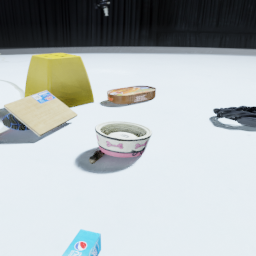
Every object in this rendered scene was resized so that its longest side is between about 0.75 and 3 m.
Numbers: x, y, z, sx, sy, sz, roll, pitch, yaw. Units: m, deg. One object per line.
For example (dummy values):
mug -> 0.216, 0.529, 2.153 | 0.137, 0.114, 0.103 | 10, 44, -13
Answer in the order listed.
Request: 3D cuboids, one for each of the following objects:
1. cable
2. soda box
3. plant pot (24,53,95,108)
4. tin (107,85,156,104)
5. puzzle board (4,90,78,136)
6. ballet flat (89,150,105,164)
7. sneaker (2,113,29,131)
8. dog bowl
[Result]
cable -> 4.782, -0.639, 11.676 | 2.379, 0.604, 1.941 | 11, 23, 28
soda box -> -0.840, 2.179, 4.456 | 0.407, 0.385, 1.200 | 7, 22, 17
plant pot -> -3.490, -2.445, 13.967 | 2.646, 2.334, 2.646 | -19, 29, -41
tin -> 0.223, -1.773, 14.812 | 2.842, 0.595, 1.591 | -14, 20, -32
puzzle board -> -3.231, -0.616, 10.670 | 1.740, 0.201, 2.308 | 37, 31, 8
ballet flat -> -0.926, 0.865, 8.307 | 0.281, 0.193, 0.835 | 10, 18, 14
sneaker -> -3.927, -0.400, 11.019 | 0.872, 0.838, 2.224 | -2, 10, 35
dog bowl -> -0.162, 0.343, 8.795 | 1.785, 0.658, 1.785 | 5, 17, -2
